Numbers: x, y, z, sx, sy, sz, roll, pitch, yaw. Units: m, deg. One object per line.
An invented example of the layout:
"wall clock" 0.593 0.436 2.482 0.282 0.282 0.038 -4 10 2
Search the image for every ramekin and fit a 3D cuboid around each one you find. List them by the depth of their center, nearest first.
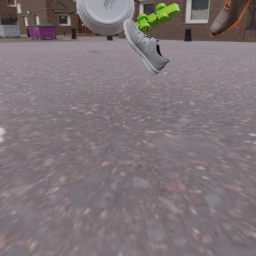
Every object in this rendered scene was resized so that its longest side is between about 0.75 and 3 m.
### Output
"ramekin" -0.576 -3.314 7.400 1.588 1.588 0.739 -2 9 -6

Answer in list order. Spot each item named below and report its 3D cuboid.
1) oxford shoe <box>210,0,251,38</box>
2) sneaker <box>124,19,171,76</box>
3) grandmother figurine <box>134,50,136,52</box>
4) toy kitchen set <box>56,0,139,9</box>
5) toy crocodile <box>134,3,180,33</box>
"oxford shoe" 2.158 -2.595 5.796 0.548 1.502 0.536 15 30 -41
"sneaker" 0.481 -2.088 6.957 0.630 1.538 0.575 -34 4 27
"grandmother figurine" 0.480 -2.851 9.884 0.596 0.982 0.297 -16 -18 -34
"toy kitchen set" -0.965 -4.388 9.267 2.356 1.888 1.388 24 0 -32
"toy crocodile" 0.908 -3.690 9.586 1.788 0.604 0.552 -22 -28 17
